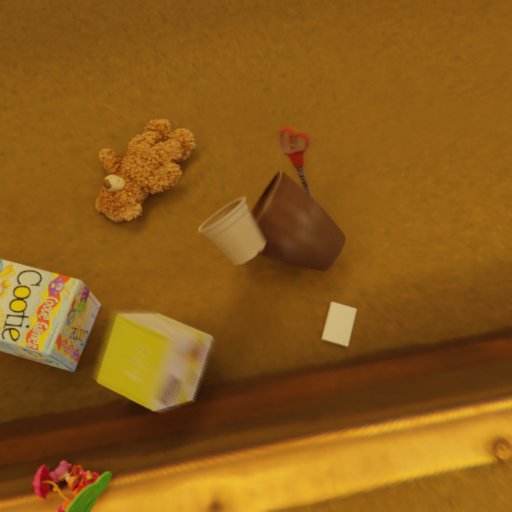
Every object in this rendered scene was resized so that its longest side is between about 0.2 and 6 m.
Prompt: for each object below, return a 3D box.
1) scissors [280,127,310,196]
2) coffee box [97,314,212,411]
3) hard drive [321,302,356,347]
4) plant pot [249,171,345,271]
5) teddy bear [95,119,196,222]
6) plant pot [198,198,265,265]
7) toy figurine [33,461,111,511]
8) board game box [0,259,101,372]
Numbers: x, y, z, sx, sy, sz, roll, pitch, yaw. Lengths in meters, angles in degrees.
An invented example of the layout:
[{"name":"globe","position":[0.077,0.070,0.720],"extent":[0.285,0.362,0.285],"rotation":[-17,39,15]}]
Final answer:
[{"name":"scissors","position":[0.746,-1.611,10.180],"extent":[0.567,1.550,0.108],"rotation":[14,46,27]},{"name":"coffee box","position":[-1.626,1.661,9.044],"extent":[1.168,1.155,1.166],"rotation":[19,93,25]},{"name":"hard drive","position":[1.541,1.272,10.401],"extent":[0.492,0.098,0.746],"rotation":[15,67,7]},{"name":"plant pot","position":[0.735,-0.465,10.152],"extent":[1.646,1.539,1.539],"rotation":[30,69,-8]},{"name":"teddy bear","position":[-2.317,-1.846,11.351],"extent":[2.489,0.831,1.804],"rotation":[-39,70,-15]},{"name":"plant pot","position":[-0.326,-0.336,8.899],"extent":[0.897,0.897,0.821],"rotation":[-39,104,-15]},{"name":"toy figurine","position":[-3.096,3.702,9.106],"extent":[0.999,0.815,1.086],"rotation":[26,47,21]},{"name":"board game box","position":[-4.361,0.922,9.848],"extent":[2.644,1.387,1.362],"rotation":[15,68,6]}]
